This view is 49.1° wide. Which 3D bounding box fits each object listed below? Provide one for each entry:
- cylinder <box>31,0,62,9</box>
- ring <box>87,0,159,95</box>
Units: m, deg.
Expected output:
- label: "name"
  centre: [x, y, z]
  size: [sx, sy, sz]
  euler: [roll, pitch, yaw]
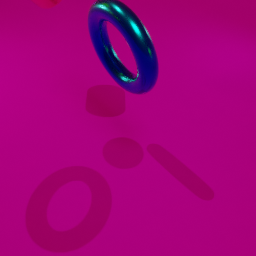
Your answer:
- label: "cylinder"
  centre: [-2.119, -3.525, 6.532]
  size: [1.045, 1.045, 1.045]
  euler: [-2, 85, 19]
- label: "ring"
  centre: [-0.118, -1.399, 4.996]
  size: [0.361, 1.803, 1.803]
  euler: [-35, 55, -18]
